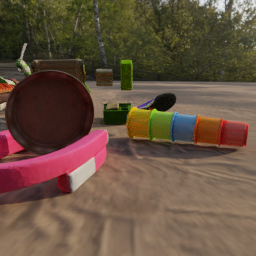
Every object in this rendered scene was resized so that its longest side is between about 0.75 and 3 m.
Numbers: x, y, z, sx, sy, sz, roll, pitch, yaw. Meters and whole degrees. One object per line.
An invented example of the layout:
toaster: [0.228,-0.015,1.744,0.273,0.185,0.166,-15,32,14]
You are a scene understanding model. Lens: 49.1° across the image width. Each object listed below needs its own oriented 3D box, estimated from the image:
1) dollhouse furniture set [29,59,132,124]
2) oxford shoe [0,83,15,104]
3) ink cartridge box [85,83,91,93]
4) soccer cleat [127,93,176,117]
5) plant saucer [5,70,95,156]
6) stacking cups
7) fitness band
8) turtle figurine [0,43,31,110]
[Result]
dollhouse furniture set: [-1.329,-1.186,8.762,2.912,1.908,1.461,-1,15,-2]
oxford shoe: [-3.645,-0.395,6.423,2.509,0.910,0.893,-24,29,-30]
ink cartridge box: [-2.397,-0.869,9.450,2.081,0.788,1.538,-34,1,-15]
soccer cleat: [0.605,-0.550,7.360,1.412,0.482,0.517,-30,22,-10]
plant saucer: [-1.409,-0.270,5.154,1.573,1.573,0.271,-4,15,-21]
stacking cups: [1.229,0.016,6.054,2.515,0.761,0.761,7,13,24]
fitness band: [-1.536,0.393,4.532,2.144,0.559,2.985,2,11,13]
turtle figurine: [-4.835,-1.777,11.423,1.984,2.757,2.673,-24,9,17]
